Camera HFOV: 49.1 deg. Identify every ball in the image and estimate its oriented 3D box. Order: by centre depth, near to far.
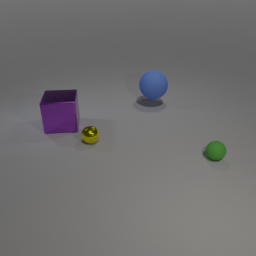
[{"bbox_3d":[3.108,0.800,9.893,0.700,0.700,0.700,0,29,0],"label":"ball"},{"bbox_3d":[-1.459,0.258,10.889,0.700,0.700,0.700,0,29,0],"label":"ball"},{"bbox_3d":[1.244,-2.100,13.623,1.400,1.400,1.400,0,29,0],"label":"ball"}]

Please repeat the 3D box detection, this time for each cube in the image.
[{"bbox_3d":[-2.848,-0.725,11.919,1.400,1.400,1.400,-3,30,-5],"label":"cube"}]
